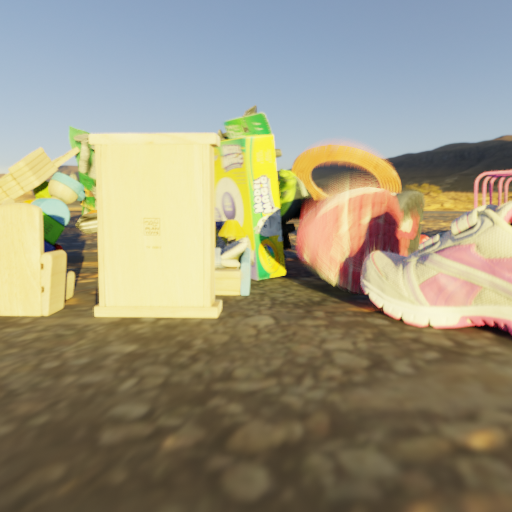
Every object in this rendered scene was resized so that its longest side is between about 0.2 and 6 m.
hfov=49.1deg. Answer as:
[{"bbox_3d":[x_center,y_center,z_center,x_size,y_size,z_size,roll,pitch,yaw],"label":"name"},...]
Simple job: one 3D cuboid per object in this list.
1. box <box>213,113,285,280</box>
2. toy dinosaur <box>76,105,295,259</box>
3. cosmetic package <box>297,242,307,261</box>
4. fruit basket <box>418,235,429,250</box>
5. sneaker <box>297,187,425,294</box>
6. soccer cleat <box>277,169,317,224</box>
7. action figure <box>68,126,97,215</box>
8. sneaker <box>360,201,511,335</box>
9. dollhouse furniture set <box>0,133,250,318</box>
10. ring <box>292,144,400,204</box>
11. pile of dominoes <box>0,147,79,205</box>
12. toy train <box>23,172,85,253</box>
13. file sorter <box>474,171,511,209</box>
[{"bbox_3d":[-0.206,-0.890,8.415,0.568,2.350,1.379,-9,9,-29],"label":"box"},{"bbox_3d":[-1.337,-0.703,9.706,3.619,2.724,5.332,-12,33,-7],"label":"toy dinosaur"},{"bbox_3d":[0.949,-0.111,10.654,0.271,0.371,0.731,-1,5,-1],"label":"cosmetic package"},{"bbox_3d":[3.324,-0.251,11.952,1.183,0.555,1.096,25,21,38],"label":"fruit basket"},{"bbox_3d":[1.330,-0.293,7.614,1.205,1.301,3.228,9,9,28],"label":"sneaker"},{"bbox_3d":[0.640,-0.910,9.283,0.847,0.706,2.090,38,18,-10],"label":"soccer cleat"},{"bbox_3d":[-3.098,-1.399,10.436,1.068,1.809,0.495,28,43,15],"label":"action figure"},{"bbox_3d":[2.096,0.075,5.102,1.065,1.154,2.617,-5,8,-42],"label":"sneaker"},{"bbox_3d":[-1.369,-0.410,6.751,2.584,1.786,2.737,0,5,2],"label":"dollhouse furniture set"},{"bbox_3d":[1.589,-1.358,9.969,1.955,0.188,1.955,15,-24,7],"label":"ring"},{"bbox_3d":[-4.689,-1.050,9.751,2.953,0.470,2.302,-20,25,25],"label":"pile of dominoes"},{"bbox_3d":[-4.041,-0.738,9.969,2.552,1.477,1.080,7,-27,50],"label":"toy train"},{"bbox_3d":[7.275,-1.331,15.004,2.070,1.868,2.979,4,7,38],"label":"file sorter"}]
